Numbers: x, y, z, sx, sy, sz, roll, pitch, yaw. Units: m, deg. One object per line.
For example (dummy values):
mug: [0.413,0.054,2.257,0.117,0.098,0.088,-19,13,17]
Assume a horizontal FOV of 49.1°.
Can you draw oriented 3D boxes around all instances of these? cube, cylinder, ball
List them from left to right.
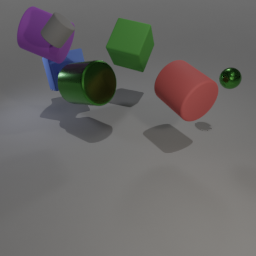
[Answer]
cylinder: [-2.658,-3.029,9.195,1.400,1.400,1.400,22,31,-4]
cylinder: [-1.984,-2.758,7.924,0.700,0.700,0.700,38,24,-20]
cube: [-2.558,-2.358,11.451,1.400,1.400,1.400,-17,15,-20]
cylinder: [-1.329,-1.450,9.110,1.400,1.400,1.400,9,28,45]
cube: [0.130,-3.330,11.343,1.400,1.400,1.400,18,78,15]
cylinder: [1.751,-1.144,8.544,1.400,1.400,1.400,-17,45,-26]
ball: [3.353,-1.627,9.181,0.700,0.700,0.700,0,31,0]
